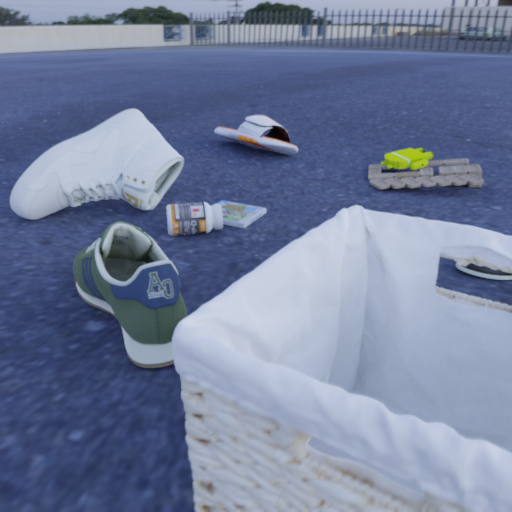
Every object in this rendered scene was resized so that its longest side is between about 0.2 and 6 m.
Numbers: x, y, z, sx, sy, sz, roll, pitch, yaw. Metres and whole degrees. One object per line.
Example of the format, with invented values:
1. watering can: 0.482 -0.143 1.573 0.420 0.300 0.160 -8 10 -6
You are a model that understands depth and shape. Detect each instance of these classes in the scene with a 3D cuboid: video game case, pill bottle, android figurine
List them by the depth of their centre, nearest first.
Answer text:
1. pill bottle: -1.135 -0.687 10.300 0.995 0.579 0.579 -5 25 -8
2. video game case: -0.479 -0.845 11.192 1.066 0.118 0.970 12 27 25
3. android figurine: 3.665 -2.365 13.701 1.234 0.253 1.123 -18 30 -15

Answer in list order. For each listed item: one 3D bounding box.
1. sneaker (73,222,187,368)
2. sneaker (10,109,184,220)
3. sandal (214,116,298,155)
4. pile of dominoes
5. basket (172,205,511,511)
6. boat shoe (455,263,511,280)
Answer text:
1. sneaker: -1.753 0.136 7.558 1.043 1.397 3.112 -14 29 -28
2. sneaker: -3.007 -1.438 11.075 3.294 1.214 1.904 -40 72 -19
3. sandal: -0.053 -3.537 15.686 3.016 0.864 1.155 24 9 41
4. pile of dominoes: 3.921 -1.784 13.181 2.565 0.408 1.999 -2 24 15
5. basket: 1.255 1.231 4.216 2.758 2.238 2.783 16 28 30
6. boat shoe: 4.110 0.042 8.761 1.849 0.557 0.659 4 25 9
